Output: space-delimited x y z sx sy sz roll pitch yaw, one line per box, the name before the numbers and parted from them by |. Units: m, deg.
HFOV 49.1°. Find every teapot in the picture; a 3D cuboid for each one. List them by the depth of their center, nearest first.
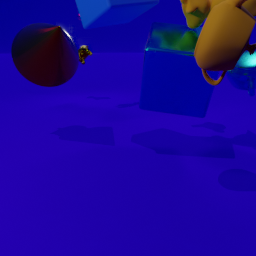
teapot | 1.326 -1.182 3.634 0.714 1.458 0.906 24 43 12
teapot | 2.711 -1.278 6.373 0.973 0.766 1.565 -5 43 17

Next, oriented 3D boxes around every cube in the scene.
cube | -0.299 -2.703 5.362 1.143 1.143 1.143 -21 10 -30
cube | 1.042 -1.229 5.847 1.383 1.383 1.383 8 41 4

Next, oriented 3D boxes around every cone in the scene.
cone | -1.619 -1.831 5.998 1.573 1.573 1.579 -8 -3 -26

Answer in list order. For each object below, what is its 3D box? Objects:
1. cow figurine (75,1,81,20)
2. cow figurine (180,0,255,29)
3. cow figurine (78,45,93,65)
cow figurine | -1.145 -4.247 9.449 1.205 1.225 0.672 -13 15 -26
cow figurine | 1.812 -2.350 5.302 1.438 0.802 1.461 27 -30 -27
cow figurine | -2.142 -3.197 12.123 1.070 1.087 0.597 50 10 37
